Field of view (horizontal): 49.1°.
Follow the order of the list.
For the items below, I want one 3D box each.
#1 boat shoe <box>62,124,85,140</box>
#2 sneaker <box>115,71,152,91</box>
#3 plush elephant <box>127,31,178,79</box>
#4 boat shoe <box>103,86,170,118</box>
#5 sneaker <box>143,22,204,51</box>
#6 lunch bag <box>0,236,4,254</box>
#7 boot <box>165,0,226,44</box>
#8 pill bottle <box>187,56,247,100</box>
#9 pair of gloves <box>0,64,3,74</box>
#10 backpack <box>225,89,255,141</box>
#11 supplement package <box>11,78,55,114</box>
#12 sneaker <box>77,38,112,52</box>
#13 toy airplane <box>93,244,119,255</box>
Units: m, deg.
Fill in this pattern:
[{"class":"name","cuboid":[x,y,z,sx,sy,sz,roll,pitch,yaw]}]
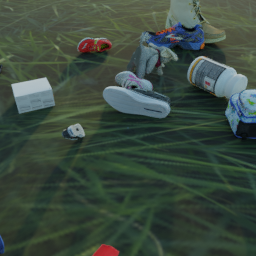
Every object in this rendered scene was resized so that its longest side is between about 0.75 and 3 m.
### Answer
[{"class":"boat shoe","cuboid":[-1.268,0.121,6.491,0.317,0.343,0.928,-23,2,8]},{"class":"sneaker","cuboid":[0.078,-1.304,8.387,1.276,0.519,0.563,25,42,29]},{"class":"plush elephant","cuboid":[0.820,-2.204,9.038,1.232,1.591,1.310,6,27,-23]},{"class":"boat shoe","cuboid":[0.259,-0.764,7.644,1.856,0.669,0.658,18,40,5]},{"class":"sneaker","cuboid":[1.814,-3.730,11.138,2.500,0.981,0.942,2,37,2]},{"class":"lunch bag","cuboid":[-2.454,1.583,4.209,0.742,0.762,1.121,-25,66,-36]},{"class":"boot","cuboid":[2.815,-4.854,11.555,1.042,2.237,2.893,-31,47,-34]},{"class":"pill bottle","cuboid":[2.604,-1.450,8.248,0.913,0.913,1.570,-25,44,-29]},{"class":"pair of gloves","cuboid":[-5.088,-1.854,9.361,1.633,0.202,1.455,-5,38,-7]},{"class":"backpack","cuboid":[3.095,-0.421,6.898,1.174,0.943,1.283,-1,37,-3]},{"class":"supplement package","cuboid":[-2.665,-0.933,7.878,0.988,0.548,0.770,-15,41,-20]},{"class":"sneaker","cuboid":[-1.265,-3.174,10.823,1.369,0.527,0.581,-17,46,-21]},{"class":"toy airplane","cuboid":[-0.494,2.412,3.321,2.057,0.378,2.057,-5,42,5]}]
